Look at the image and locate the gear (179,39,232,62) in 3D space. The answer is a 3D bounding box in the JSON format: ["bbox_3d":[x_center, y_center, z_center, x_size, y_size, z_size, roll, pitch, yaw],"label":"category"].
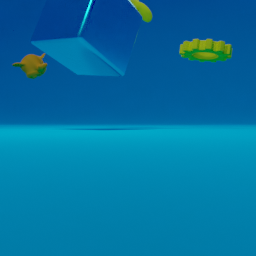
[{"bbox_3d":[2.385,-2.357,8.632,1.539,0.285,1.539,7,1,0],"label":"gear"}]

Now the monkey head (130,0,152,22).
[{"bbox_3d":[-0.207,-3.729,7.995,1.996,1.436,1.203,13,42,-5],"label":"monkey head"}]

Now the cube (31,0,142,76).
[{"bbox_3d":[-0.757,-1.915,5.425,1.349,1.349,1.349,10,-12,36],"label":"cube"}]

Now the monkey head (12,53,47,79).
[{"bbox_3d":[-3.432,-2.351,10.293,1.412,0.851,1.016,-35,9,-40],"label":"monkey head"}]
